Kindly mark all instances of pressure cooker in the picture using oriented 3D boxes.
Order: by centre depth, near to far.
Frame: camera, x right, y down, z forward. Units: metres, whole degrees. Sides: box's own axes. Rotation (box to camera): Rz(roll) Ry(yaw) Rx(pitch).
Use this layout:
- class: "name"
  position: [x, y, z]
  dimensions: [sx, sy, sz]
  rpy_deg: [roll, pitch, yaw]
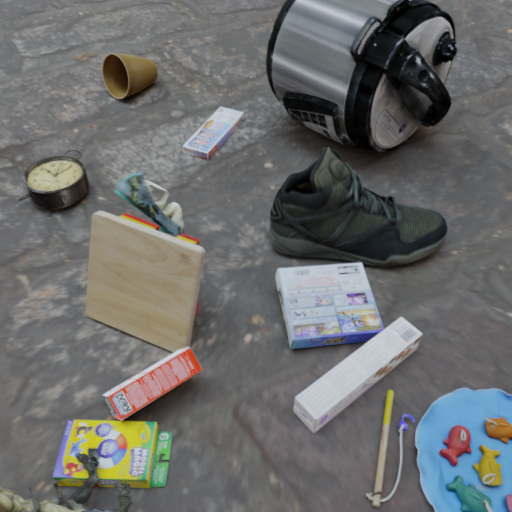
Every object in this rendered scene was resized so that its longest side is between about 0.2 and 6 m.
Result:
- class: "pressure cooker"
  position: [2.580, -4.292, 12.701]
  dimensions: [3.436, 3.490, 3.907]
  rpy_deg: [-33, 54, -32]

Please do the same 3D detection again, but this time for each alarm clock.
- class: "alarm clock"
  position: [-4.269, -1.711, 12.226]
  dimensions: [1.309, 0.646, 1.941]
  rpy_deg: [6, 49, 6]

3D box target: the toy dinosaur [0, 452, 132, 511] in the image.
- class: "toy dinosaur"
  position: [-2.230, 3.410, 7.294]
  dimensions: [2.861, 0.679, 1.261]
  rpy_deg: [22, 79, 18]

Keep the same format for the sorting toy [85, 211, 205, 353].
- class: "sorting toy"
  position: [-1.807, 0.382, 9.489]
  dimensions: [1.994, 1.982, 0.694]
  rpy_deg: [20, 26, 15]

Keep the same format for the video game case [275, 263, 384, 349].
- class: "video game case"
  position: [1.254, 0.847, 9.820]
  dimensions: [1.612, 0.366, 1.461]
  rpy_deg: [-4, 53, -10]

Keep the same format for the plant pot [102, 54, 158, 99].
- class: "plant pot"
  position: [-3.288, -4.899, 15.025]
  dimensions: [1.144, 1.144, 1.228]
  rpy_deg: [33, 41, 27]

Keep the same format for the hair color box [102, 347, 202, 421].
- class: "hair color box"
  position: [-1.601, 1.955, 8.608]
  dimensions: [1.403, 0.778, 0.448]
  rpy_deg: [-28, 88, -24]

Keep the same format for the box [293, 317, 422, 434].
- class: "box"
  position: [1.662, 1.853, 8.965]
  dimensions: [2.453, 0.475, 0.508]
  rpy_deg: [-31, 54, -26]

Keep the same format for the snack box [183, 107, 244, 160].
- class: "snack box"
  position: [-1.023, -3.044, 13.763]
  dimensions: [0.687, 0.232, 1.910]
  rpy_deg: [19, 50, 17]

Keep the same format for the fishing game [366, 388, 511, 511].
- class: "fishing game"
  position: [3.513, 2.936, 7.933]
  dimensions: [3.531, 0.549, 2.528]
  rpy_deg: [15, 51, 13]

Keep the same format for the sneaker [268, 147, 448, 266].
- class: "sneaker"
  position: [2.008, -0.902, 10.554]
  dimensions: [3.478, 1.992, 1.329]
  rpy_deg: [6, 46, 3]

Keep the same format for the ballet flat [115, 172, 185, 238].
- class: "ballet flat"
  position: [-1.784, -0.866, 10.551]
  dimensions: [0.719, 1.938, 0.719]
  rpy_deg: [-17, 51, 23]

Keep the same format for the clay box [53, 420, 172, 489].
- class: "clay box"
  position: [-2.036, 2.853, 8.097]
  dimensions: [1.529, 0.364, 0.879]
  rpy_deg: [0, 47, 1]
